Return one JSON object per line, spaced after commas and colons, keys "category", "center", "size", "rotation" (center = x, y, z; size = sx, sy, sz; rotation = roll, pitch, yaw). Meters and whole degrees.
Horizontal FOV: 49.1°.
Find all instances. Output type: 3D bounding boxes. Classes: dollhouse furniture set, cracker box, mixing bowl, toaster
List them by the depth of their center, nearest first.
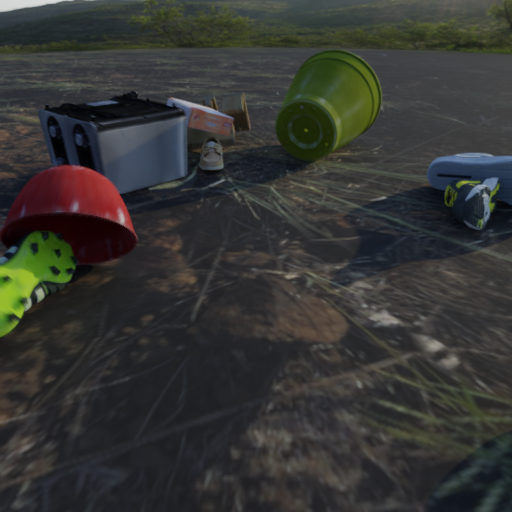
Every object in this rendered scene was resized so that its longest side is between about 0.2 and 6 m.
{"category": "mixing bowl", "center": [-3.137, -0.763, 9.496], "size": [2.165, 2.165, 1.173], "rotation": [-3, 68, -7]}
{"category": "toaster", "center": [-3.590, -3.076, 14.777], "size": [2.950, 1.936, 3.263], "rotation": [23, 34, 39]}
{"category": "cracker box", "center": [-1.689, -4.065, 16.313], "size": [1.331, 0.573, 1.987], "rotation": [6, 20, -32]}
{"category": "dollhouse furniture set", "center": [-1.193, -3.920, 18.210], "size": [1.867, 1.599, 1.963], "rotation": [-6, 58, 5]}

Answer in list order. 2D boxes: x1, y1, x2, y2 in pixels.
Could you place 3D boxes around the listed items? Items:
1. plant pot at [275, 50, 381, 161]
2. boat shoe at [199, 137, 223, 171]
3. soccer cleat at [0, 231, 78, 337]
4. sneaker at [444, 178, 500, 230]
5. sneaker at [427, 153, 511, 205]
{"category": "plant pot", "center": [1.924, -4.255, 16.666], "size": [2.906, 2.906, 2.798], "rotation": [12, 39, 23]}
{"category": "boat shoe", "center": [-1.294, -2.929, 15.941], "size": [0.699, 0.656, 1.895], "rotation": [-3, 26, -7]}
{"category": "soccer cleat", "center": [-3.783, 0.439, 8.608], "size": [1.270, 1.058, 3.134], "rotation": [-24, 16, 12]}
{"category": "sneaker", "center": [4.566, -1.174, 12.229], "size": [1.059, 0.932, 2.503], "rotation": [9, 18, 31]}
{"category": "sneaker", "center": [5.799, -1.991, 13.398], "size": [3.201, 1.169, 1.133], "rotation": [18, 36, 34]}
